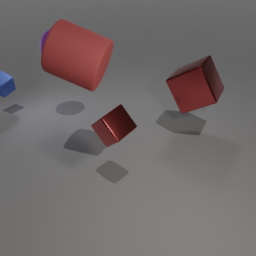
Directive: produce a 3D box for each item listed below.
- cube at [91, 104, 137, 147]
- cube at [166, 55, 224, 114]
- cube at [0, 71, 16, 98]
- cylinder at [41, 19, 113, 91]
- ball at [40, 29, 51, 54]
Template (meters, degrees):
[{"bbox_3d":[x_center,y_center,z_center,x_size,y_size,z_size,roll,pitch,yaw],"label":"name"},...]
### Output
[{"bbox_3d":[-0.351,-0.046,6.943,0.700,0.700,0.700,-38,6,-32],"label":"cube"},{"bbox_3d":[2.464,-1.574,10.178,1.400,1.400,1.400,-17,18,37],"label":"cube"},{"bbox_3d":[-5.318,-1.853,11.858,0.700,0.700,0.700,29,53,13],"label":"cube"},{"bbox_3d":[-1.271,-1.842,7.194,1.400,1.400,1.400,23,31,-1],"label":"cylinder"},{"bbox_3d":[-2.523,-2.963,10.320,1.400,1.400,1.400,0,30,0],"label":"ball"}]
